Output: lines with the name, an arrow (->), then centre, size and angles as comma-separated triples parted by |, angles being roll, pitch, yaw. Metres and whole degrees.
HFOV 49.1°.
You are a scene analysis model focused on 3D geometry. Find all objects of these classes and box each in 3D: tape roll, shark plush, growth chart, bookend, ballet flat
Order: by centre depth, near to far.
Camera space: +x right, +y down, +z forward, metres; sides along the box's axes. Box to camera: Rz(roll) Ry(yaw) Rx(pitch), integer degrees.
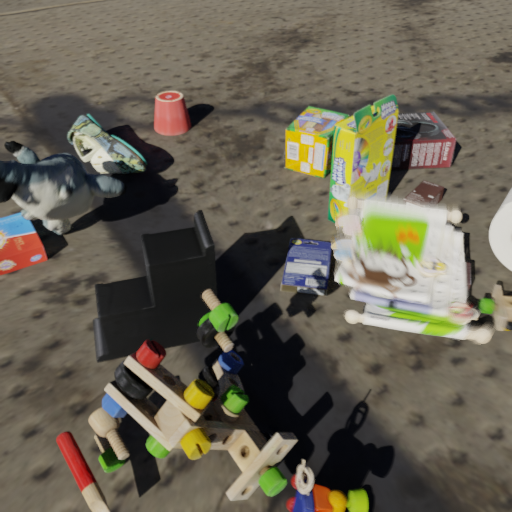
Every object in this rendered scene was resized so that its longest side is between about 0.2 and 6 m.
bookend -> -1.622, 0.484, 8.501 | 1.960, 1.948, 0.903 | -11, 42, -12
growth chart -> 2.457, 0.091, 9.446 | 2.408, 0.295, 3.328 | 4, 42, 9
shark plush -> -4.015, -1.327, 9.923 | 1.525, 1.664, 3.662 | 58, 22, 5
tape roll -> 5.200, -0.551, 10.024 | 1.702, 1.702, 1.169 | 23, 44, 26
ballet flat -> -3.609, -2.444, 13.234 | 1.038, 1.038, 2.797 | -26, 43, -29

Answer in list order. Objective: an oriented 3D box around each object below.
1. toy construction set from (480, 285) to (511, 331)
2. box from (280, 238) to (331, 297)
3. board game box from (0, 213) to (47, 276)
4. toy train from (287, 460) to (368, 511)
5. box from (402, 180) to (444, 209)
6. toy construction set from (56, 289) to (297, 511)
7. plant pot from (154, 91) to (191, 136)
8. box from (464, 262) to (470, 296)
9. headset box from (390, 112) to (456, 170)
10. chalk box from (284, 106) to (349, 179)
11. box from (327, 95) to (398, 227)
toy construction set -> 4.417, 0.344, 8.768 | 1.625, 1.763, 2.114 | 3, 61, 20
box -> 0.943, 0.187, 10.268 | 0.814, 0.218, 1.343 | 6, 41, 8
board game box -> -5.053, -0.115, 10.543 | 1.803, 0.364, 1.379 | -21, 43, -25
toy train -> 0.837, 2.682, 6.128 | 0.852, 1.472, 0.623 | 1, 38, -6
box -> 3.554, -1.200, 11.928 | 0.502, 0.376, 1.003 | 25, 43, 29
toy construction set -> -0.798, 2.216, 6.650 | 2.607, 2.174, 2.003 | -35, 60, -9
plant pot -> -2.252, -3.804, 14.809 | 1.012, 0.896, 1.012 | -1, 38, 0
box -> 3.237, 0.457, 9.625 | 0.731, 0.607, 0.600 | 10, 39, 12
headset box -> 3.705, -2.803, 13.598 | 2.107, 0.814, 1.568 | -4, 38, -2
chalk box -> 1.526, -2.807, 13.377 | 1.087, 1.093, 1.756 | 19, 43, 22
box -> 2.107, -1.904, 11.123 | 0.594, 2.457, 1.442 | 32, 47, 33
